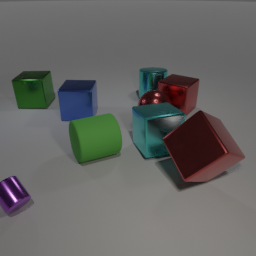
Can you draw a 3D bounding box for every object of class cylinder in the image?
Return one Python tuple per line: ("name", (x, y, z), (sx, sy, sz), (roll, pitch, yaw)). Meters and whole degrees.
("cylinder", (-2.965, 1.702, 7.136), (0.700, 0.700, 0.700), (49, 46, 12))
("cylinder", (1.240, -2.215, 13.931), (1.400, 1.400, 1.400), (0, 22, 0))
("cylinder", (-1.098, 0.313, 9.296), (1.400, 1.400, 1.400), (-13, 31, -23))

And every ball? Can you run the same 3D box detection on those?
("ball", (1.092, -0.875, 11.592), (1.400, 1.400, 1.400), (0, 28, 0))

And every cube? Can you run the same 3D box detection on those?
("cube", (1.020, 0.023, 9.696), (1.400, 1.400, 1.400), (-8, 22, -15))
("cube", (-2.130, -1.217, 12.191), (1.400, 1.400, 1.400), (1, 28, 2))
("cube", (2.264, -1.512, 12.706), (1.400, 1.400, 1.400), (17, 32, 29))
("cube", (2.112, 0.566, 7.863), (1.400, 1.400, 1.400), (14, 43, -50))
("cube", (-4.440, -1.840, 13.307), (1.400, 1.400, 1.400), (0, 28, 3))
